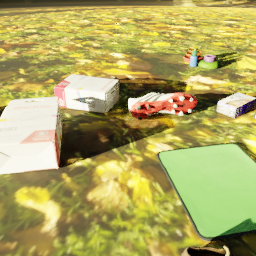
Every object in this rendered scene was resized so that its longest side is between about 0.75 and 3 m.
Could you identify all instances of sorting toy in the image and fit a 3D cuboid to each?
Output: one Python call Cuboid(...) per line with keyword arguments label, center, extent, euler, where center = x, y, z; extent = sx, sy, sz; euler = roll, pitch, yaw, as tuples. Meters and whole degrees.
Cuboid(label="sorting toy", center=(3.805, -3.782, 14.733), extent=(1.293, 0.883, 2.151), euler=(-21, 35, -34))

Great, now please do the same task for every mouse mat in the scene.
Cuboid(label="mouse mat", center=(2.168, 1.226, 6.426), extent=(2.402, 0.112, 2.986), euler=(-5, 28, -10))

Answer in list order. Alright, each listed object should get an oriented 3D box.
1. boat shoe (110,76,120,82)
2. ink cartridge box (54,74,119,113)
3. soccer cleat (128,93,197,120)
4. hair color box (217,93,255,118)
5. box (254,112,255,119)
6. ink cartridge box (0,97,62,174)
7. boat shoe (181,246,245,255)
Cuboid(label="boat shoe", center=(-0.509, -2.083, 12.236), extent=(0.327, 0.326, 0.883), euler=(-5, 28, -21))
Cuboid(label="ink cartridge box", center=(-1.455, -1.282, 10.212), extent=(1.960, 0.839, 1.446), euler=(11, 30, 15))
Cuboid(label="soccer cleat", center=(1.158, -0.862, 9.526), extent=(2.387, 0.819, 1.017), euler=(-11, 34, -9))
Cuboid(label="hair color box", center=(3.804, -0.817, 9.817), extent=(1.310, 0.424, 0.716), euler=(-24, 37, -34))
Cuboid(label="box", center=(4.549, -0.373, 8.667), extent=(0.636, 0.733, 1.109), euler=(0, 28, -9))
Cuboid(label="ink cartridge box", center=(-2.647, 0.058, 7.711), extent=(1.547, 0.896, 2.656), euler=(-4, 30, -7))
Cuboid(label="boat shoe", center=(1.535, 2.119, 4.333), extent=(1.412, 0.522, 0.521), euler=(2, 29, 4))
